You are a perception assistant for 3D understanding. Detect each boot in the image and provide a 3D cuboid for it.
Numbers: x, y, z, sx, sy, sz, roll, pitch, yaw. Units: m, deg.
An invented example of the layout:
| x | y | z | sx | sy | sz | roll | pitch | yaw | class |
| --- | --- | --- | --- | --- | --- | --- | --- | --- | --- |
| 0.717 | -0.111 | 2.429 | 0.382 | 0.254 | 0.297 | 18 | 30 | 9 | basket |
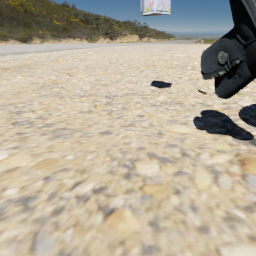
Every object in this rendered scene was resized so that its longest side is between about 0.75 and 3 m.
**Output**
| x | y | z | sx | sy | sz | roll | pitch | yaw | class |
| --- | --- | --- | --- | --- | --- | --- | --- | --- | --- |
| 1.813 | -1.714 | 4.928 | 0.814 | 2.132 | 1.791 | -17 | -7 | -22 | boot |

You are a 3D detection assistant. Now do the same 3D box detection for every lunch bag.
| x | y | z | sx | sy | sz | roll | pitch | yaw | class |
| --- | --- | --- | --- | --- | --- | --- | --- | --- | --- |
| 0.778 | -4.061 | 8.815 | 0.751 | 1.002 | 1.182 | -6 | 20 | -27 | lunch bag |
